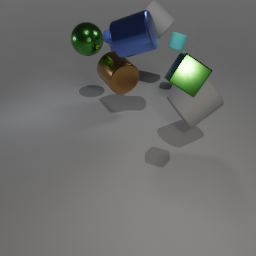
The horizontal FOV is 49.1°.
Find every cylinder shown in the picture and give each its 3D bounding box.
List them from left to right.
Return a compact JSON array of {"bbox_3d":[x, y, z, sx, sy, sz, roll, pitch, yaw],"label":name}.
[{"bbox_3d":[-0.438,-2.394,12.100,1.400,1.400,1.400,-16,43,-23],"label":"cylinder"},{"bbox_3d":[0.235,-3.402,10.257,1.400,1.400,1.400,-11,27,22],"label":"cylinder"},{"bbox_3d":[1.259,-5.147,13.458,1.400,1.400,1.400,41,32,-12],"label":"cylinder"},{"bbox_3d":[2.302,-3.999,12.977,0.700,0.700,0.700,15,18,-5],"label":"cylinder"},{"bbox_3d":[2.303,-0.938,9.669,1.400,1.400,1.400,-38,34,8],"label":"cylinder"}]

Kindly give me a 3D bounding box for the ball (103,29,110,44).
[{"bbox_3d":[-0.958,-4.662,14.266,0.700,0.700,0.700,0,32,0],"label":"ball"}]

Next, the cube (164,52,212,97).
[{"bbox_3d":[1.334,-1.212,6.327,0.700,0.700,0.700,31,14,-9],"label":"cube"}]

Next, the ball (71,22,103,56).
[{"bbox_3d":[-1.760,-3.819,12.070,1.400,1.400,1.400,0,32,0],"label":"ball"}]

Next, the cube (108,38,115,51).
[{"bbox_3d":[-0.484,-4.135,13.855,0.700,0.700,0.700,-26,36,-14],"label":"cube"}]
